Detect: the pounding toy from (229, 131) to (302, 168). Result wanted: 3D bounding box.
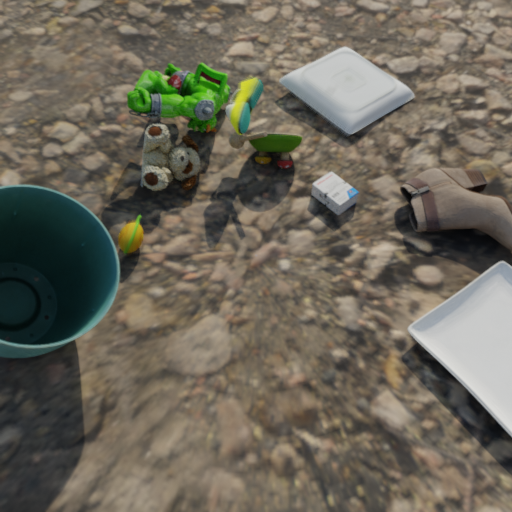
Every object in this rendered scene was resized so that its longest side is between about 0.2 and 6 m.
[{"bbox_3d":[0.269,-2.257,12.032,1.194,0.718,1.546,10,12,43],"label":"pounding toy"}]

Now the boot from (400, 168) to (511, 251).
[{"bbox_3d":[3.955,-0.808,11.039,1.714,0.824,2.345,-16,53,-4],"label":"boot"}]

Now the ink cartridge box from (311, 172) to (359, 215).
[{"bbox_3d":[1.622,-1.298,11.598,0.580,0.335,0.794,-34,60,-23],"label":"ink cartridge box"}]

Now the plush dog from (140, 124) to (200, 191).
[{"bbox_3d":[-1.784,-1.950,11.843,1.218,1.138,1.418,4,81,-14],"label":"plush dog"}]

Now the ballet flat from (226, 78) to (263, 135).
[{"bbox_3d":[-0.319,-3.084,11.606,0.556,0.554,1.659,6,53,18],"label":"ballet flat"}]

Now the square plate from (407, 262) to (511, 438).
[{"bbox_3d":[4.287,1.545,9.456,2.536,0.361,2.512,-30,58,-21],"label":"square plate"}]

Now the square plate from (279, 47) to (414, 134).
[{"bbox_3d":[2.235,-4.157,13.592,2.419,0.347,2.442,-33,63,-27],"label":"square plate"}]

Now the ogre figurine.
[{"bbox_3d":[-1.604,-3.614,12.556,1.783,1.459,2.973,14,10,4],"label":"ogre figurine"}]

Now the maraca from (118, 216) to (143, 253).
[{"bbox_3d":[-2.397,-0.419,10.827,0.459,0.588,0.858,27,43,-18],"label":"maraca"}]

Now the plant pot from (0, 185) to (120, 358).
[{"bbox_3d":[-3.738,0.458,8.908,2.548,2.044,2.548,14,62,-28],"label":"plant pot"}]
